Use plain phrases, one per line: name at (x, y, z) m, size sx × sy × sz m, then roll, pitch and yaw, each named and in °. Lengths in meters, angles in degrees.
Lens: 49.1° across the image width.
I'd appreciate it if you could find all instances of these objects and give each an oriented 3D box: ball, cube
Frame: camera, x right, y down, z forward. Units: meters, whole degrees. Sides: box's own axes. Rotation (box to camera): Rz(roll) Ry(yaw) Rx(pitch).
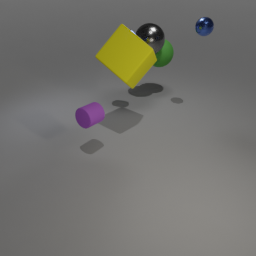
ball at (1.564, -3.746, 13.959) m, size 1.400 × 1.400 × 1.400 m, roll 0°, pitch 30°, yaw 0°
cube at (-0.019, -2.416, 9.699) m, size 1.400 × 1.400 × 1.400 m, roll 42°, pitch 7°, yaw 8°
ball at (2.945, -3.902, 10.784) m, size 0.700 × 0.700 × 0.700 m, roll 0°, pitch 30°, yaw 0°
ball at (0.974, -4.008, 12.679) m, size 1.400 × 1.400 × 1.400 m, roll 0°, pitch 30°, yaw 0°

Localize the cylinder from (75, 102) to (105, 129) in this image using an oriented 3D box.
cylinder at (-1.238, -0.423, 9.153) m, size 0.700 × 0.700 × 0.700 m, roll 20°, pitch 32°, yaw 30°

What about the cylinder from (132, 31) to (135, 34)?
cylinder at (-0.075, -3.370, 10.996) m, size 0.700 × 0.700 × 0.700 m, roll -26°, pitch -4°, yaw -37°
